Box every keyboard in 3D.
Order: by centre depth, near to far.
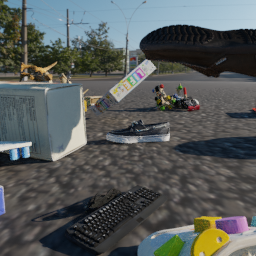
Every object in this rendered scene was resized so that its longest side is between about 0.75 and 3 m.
[{"bbox_3d":[-0.158,0.972,3.532,0.796,0.303,1.529,8,13,33],"label":"keyboard"}]

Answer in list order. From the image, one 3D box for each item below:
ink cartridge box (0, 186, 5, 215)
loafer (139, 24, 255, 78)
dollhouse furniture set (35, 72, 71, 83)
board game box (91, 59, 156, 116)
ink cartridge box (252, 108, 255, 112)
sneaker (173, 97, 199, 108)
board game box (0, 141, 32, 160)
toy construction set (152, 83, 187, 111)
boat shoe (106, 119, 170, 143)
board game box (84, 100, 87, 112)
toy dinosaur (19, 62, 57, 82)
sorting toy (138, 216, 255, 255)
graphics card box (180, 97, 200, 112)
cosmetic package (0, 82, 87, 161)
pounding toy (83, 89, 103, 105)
[{"bbox_3d":[-2.558,0.895,3.614,1.796,0.397,0.844,6,12,27],"label":"ink cartridge box"},{"bbox_3d":[1.670,-1.498,5.979,2.923,1.038,1.067,8,41,11],"label":"loafer"},{"bbox_3d":[-3.638,-1.419,13.871,2.083,2.443,1.193,-26,53,6],"label":"dollhouse furniture set"},{"bbox_3d":[-0.274,-1.340,9.860,1.777,0.452,2.643,-44,8,-19],"label":"board game box"},{"bbox_3d":[6.077,-0.877,11.803,1.158,0.535,2.126,2,13,9],"label":"ink cartridge box"},{"bbox_3d":[2.621,-1.241,13.672,1.537,0.511,0.695,11,13,34],"label":"sneaker"},{"bbox_3d":[-3.236,0.510,4.675,2.271,0.294,2.271,-1,5,29],"label":"board game box"},{"bbox_3d":[1.920,-1.273,12.894,1.582,1.215,1.319,-14,-38,18],"label":"toy construction set"},{"bbox_3d":[0.270,0.058,7.243,1.672,0.567,0.600,-1,12,-5],"label":"boat shoe"},{"bbox_3d":[-3.337,-0.976,12.430,2.439,0.492,1.866,-8,14,-34],"label":"board game box"},{"bbox_3d":[-1.883,-1.150,5.958,0.759,0.431,1.429,6,21,-21],"label":"toy dinosaur"},{"bbox_3d":[0.711,1.089,2.393,1.496,0.799,1.346,-4,-7,-17],"label":"sorting toy"},{"bbox_3d":[2.820,-1.098,12.803,0.565,0.229,0.901,-10,38,-15],"label":"graphics card box"},{"bbox_3d":[-2.583,-0.295,6.544,2.979,1.540,1.300,7,17,25],"label":"cosmetic package"},{"bbox_3d":[-1.880,-1.614,14.575,1.516,0.870,0.867,-5,9,-24],"label":"pounding toy"}]
